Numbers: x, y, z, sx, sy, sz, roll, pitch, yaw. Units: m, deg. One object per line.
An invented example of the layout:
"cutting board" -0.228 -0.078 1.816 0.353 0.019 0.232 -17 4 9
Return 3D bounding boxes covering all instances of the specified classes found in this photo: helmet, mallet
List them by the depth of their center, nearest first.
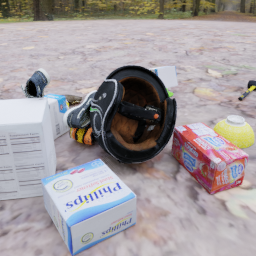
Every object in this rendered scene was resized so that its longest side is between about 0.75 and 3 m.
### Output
"helmet" 0.102 -0.469 8.829 2.830 2.830 2.698 -4 23 -7
"mallet" 6.137 -1.939 14.438 2.413 0.496 0.795 -27 37 -35

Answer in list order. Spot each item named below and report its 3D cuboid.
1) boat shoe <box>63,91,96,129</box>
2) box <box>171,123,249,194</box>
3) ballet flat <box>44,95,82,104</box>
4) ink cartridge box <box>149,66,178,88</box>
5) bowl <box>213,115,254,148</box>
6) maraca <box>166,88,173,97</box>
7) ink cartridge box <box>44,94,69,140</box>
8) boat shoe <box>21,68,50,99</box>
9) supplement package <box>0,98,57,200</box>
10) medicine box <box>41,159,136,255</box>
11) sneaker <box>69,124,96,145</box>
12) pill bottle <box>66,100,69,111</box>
"boat shoe" -1.288 -0.626 9.791 0.685 0.858 2.270 8 39 29
"box" 2.307 0.792 8.304 1.107 1.060 2.221 -10 29 -19
"ballet flat" -3.275 -1.252 13.030 2.287 0.530 0.770 -1 -9 -13
"ink cartridge box" 1.245 -1.826 10.078 0.718 0.721 0.983 -12 14 -12
"bowl" 3.833 0.021 10.120 1.502 0.808 1.502 0 26 0
"maraca" 0.917 -1.465 12.580 2.331 1.247 1.598 7 56 -5
"ink cartridge box" -3.065 -0.217 9.873 0.832 1.441 1.973 14 30 27
"boat shoe" -2.707 -1.086 8.058 0.536 0.649 1.734 -43 10 -33
"supplement package" -2.935 0.518 7.587 1.654 2.196 1.666 -4 27 -8
"medicine box" -0.944 1.737 6.608 1.637 0.925 1.797 -17 31 -29
"sneaker" -0.913 -0.093 10.405 1.146 0.890 2.546 27 40 29
"pill bottle" -2.869 -0.952 12.325 0.528 0.528 0.950 -5 27 -11
